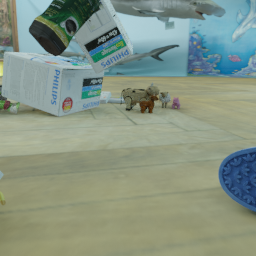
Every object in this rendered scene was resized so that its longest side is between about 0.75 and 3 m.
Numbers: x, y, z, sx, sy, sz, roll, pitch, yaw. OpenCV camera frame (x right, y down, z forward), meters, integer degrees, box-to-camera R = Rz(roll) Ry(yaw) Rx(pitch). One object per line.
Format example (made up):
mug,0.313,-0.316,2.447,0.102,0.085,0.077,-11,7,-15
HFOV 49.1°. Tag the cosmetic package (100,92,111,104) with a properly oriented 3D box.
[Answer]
cosmetic package,-1.418,-1.520,13.893,0.998,0.258,0.752,3,41,17

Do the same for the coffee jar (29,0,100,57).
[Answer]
coffee jar,-1.576,-2.751,6.960,0.797,1.869,0.974,31,-10,25

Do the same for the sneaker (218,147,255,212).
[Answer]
sneaker,2.631,0.726,3.635,2.731,0.958,1.064,3,-4,22

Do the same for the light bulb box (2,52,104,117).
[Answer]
light bulb box,-3.003,-1.916,11.583,2.929,1.828,2.903,18,19,22

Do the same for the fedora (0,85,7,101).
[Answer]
fedora,-6.123,-1.313,11.956,2.221,1.003,1.964,-4,14,-21

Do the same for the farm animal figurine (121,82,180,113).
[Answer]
farm animal figurine,1.028,-1.377,11.887,2.288,1.150,1.847,-12,18,-43

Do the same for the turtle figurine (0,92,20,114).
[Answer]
turtle figurine,-4.929,-1.243,10.635,1.644,1.695,1.220,18,-24,-24

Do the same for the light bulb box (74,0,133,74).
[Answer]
light bulb box,-0.929,-3.305,9.398,1.383,2.216,2.196,-26,22,13

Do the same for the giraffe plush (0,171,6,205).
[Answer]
giraffe plush,-2.059,0.874,3.456,0.703,0.748,0.866,-17,13,31

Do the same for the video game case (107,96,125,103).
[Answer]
video game case,-0.546,-1.459,14.439,1.562,0.172,1.422,3,14,17
